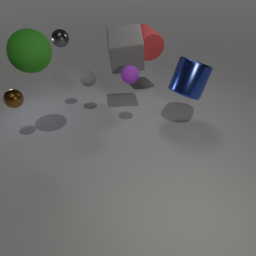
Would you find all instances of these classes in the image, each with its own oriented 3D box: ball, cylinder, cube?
[{"bbox_3d":[-2.684,-3.547,11.085,0.700,0.700,0.700,0,31,0],"label":"ball"},{"bbox_3d":[-4.144,-1.066,10.143,0.700,0.700,0.700,0,31,0],"label":"ball"},{"bbox_3d":[0.905,-4.325,14.094,1.400,1.400,1.400,-11,41,-18],"label":"cylinder"},{"bbox_3d":[-1.761,-2.172,12.327,0.700,0.700,0.700,0,31,0],"label":"ball"},{"bbox_3d":[-0.094,-3.309,11.760,1.400,1.400,1.400,-7,55,0],"label":"cube"},{"bbox_3d":[0.073,-2.064,10.805,0.700,0.700,0.700,0,31,0],"label":"ball"},{"bbox_3d":[-3.177,-2.480,9.047,1.400,1.400,1.400,0,31,0],"label":"ball"},{"bbox_3d":[2.539,-2.037,11.476,1.400,1.400,1.400,19,16,-5],"label":"cylinder"}]
